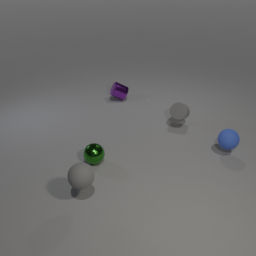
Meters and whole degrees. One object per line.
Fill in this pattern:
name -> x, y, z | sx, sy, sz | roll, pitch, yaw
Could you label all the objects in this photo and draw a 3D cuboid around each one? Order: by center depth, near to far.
ball -> -1.222, 1.247, 7.295 | 0.700, 0.700, 0.700 | 0, 28, 0
ball -> -1.110, 0.843, 9.167 | 0.700, 0.700, 0.700 | 0, 28, 0
ball -> 3.400, 0.378, 9.468 | 0.700, 0.700, 0.700 | 0, 28, 0
cylinder -> 2.107, -0.678, 11.337 | 0.700, 0.700, 0.700 | 11, 5, 19
cylinder -> -0.434, -1.822, 13.759 | 0.700, 0.700, 0.700 | 21, 22, -21
